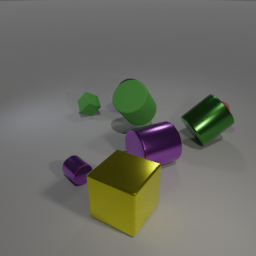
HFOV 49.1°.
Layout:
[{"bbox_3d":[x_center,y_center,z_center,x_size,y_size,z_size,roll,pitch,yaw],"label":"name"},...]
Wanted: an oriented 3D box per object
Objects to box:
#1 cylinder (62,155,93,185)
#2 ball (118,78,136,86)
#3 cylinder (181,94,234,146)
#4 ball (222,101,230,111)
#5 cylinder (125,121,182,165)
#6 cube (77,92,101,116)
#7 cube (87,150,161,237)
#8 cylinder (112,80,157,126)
[{"bbox_3d":[-1.572,1.302,8.717,0.700,0.700,0.700,-22,36,-35],"label":"cylinder"},{"bbox_3d":[0.123,-1.694,13.558,1.400,1.400,1.400,0,28,0],"label":"ball"},{"bbox_3d":[2.933,-0.291,10.416,1.400,1.400,1.400,-38,33,3],"label":"cylinder"},{"bbox_3d":[3.917,-0.775,11.804,0.700,0.700,0.700,0,28,0],"label":"ball"},{"bbox_3d":[0.826,0.589,9.291,1.400,1.400,1.400,-14,31,-24],"label":"cylinder"},{"bbox_3d":[-1.765,-1.086,12.698,0.700,0.700,0.700,16,44,-44],"label":"cube"},{"bbox_3d":[-0.077,1.637,7.355,1.400,1.400,1.400,16,33,27],"label":"cube"},{"bbox_3d":[0.283,-0.967,11.082,1.400,1.400,1.400,-8,67,19],"label":"cylinder"}]
